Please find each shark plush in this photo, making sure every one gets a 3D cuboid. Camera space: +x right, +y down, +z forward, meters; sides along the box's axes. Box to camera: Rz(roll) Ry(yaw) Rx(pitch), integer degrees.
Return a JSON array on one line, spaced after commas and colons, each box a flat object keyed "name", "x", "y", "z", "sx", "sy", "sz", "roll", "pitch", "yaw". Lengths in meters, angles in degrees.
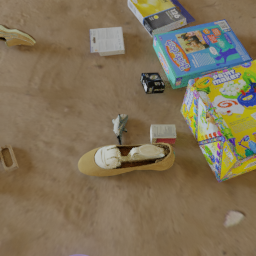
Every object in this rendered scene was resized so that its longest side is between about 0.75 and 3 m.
[{"name": "shark plush", "x": -0.186, "y": 0.013, "z": 8.779, "sx": 0.438, "sy": 0.478, "sz": 1.052, "roll": 15, "pitch": 52, "yaw": -27}]

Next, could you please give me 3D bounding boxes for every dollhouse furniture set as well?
[{"name": "dollhouse furniture set", "x": -3.857, "y": 0.951, "z": 7.941, "sx": 1.080, "sy": 0.880, "sz": 1.027, "roll": -24, "pitch": 64, "yaw": -13}]

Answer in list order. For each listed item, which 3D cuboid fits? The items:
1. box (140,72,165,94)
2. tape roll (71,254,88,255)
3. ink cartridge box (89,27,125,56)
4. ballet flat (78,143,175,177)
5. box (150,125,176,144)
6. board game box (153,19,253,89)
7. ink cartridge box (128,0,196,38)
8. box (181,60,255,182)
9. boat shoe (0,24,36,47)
[{"name": "box", "x": 0.821, "y": -1.519, "z": 9.461, "sx": 0.629, "sy": 0.331, "sz": 0.769, "roll": -4, "pitch": 47, "yaw": -15}, {"name": "tape roll", "x": -1.178, "y": 3.816, "z": 6.594, "sx": 1.510, "sy": 0.496, "sz": 1.510, "roll": 0, "pitch": 61, "yaw": 1}, {"name": "ink cartridge box", "x": -0.798, "y": -3.277, "z": 10.613, "sx": 1.263, "sy": 0.274, "sz": 1.240, "roll": -6, "pitch": 61, "yaw": -1}, {"name": "ballet flat", "x": -0.058, "y": 0.778, "z": 8.029, "sx": 2.846, "sy": 0.897, "sz": 0.977, "roll": -6, "pitch": 61, "yaw": -3}, {"name": "box", "x": 1.077, "y": 0.194, "z": 8.623, "sx": 0.753, "sy": 0.410, "sz": 0.482, "roll": 0, "pitch": 61, "yaw": 0}, {"name": "board game box", "x": 2.592, "y": -2.707, "z": 10.076, "sx": 2.848, "sy": 0.641, "sz": 2.166, "roll": -14, "pitch": 62, "yaw": -8}, {"name": "ink cartridge box", "x": 1.374, "y": -4.775, "z": 11.332, "sx": 2.073, "sy": 0.487, "sz": 2.049, "roll": -26, "pitch": 64, "yaw": -11}, {"name": "box", "x": 3.449, "y": -0.308, "z": 8.159, "sx": 2.777, "sy": 1.694, "sz": 2.675, "roll": -17, "pitch": 63, "yaw": -8}, {"name": "boat shoe", "x": -4.321, "y": -3.314, "z": 10.505, "sx": 1.829, "sy": 0.655, "sz": 0.697, "roll": 19, "pitch": 77, "yaw": 19}]
